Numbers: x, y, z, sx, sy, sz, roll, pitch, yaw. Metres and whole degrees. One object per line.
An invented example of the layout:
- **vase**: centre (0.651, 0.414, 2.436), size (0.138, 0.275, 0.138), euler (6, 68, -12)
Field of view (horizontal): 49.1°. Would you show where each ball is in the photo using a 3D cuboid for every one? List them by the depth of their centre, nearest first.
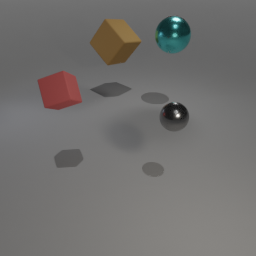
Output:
- **ball**: centre (1.094, -0.264, 6.626), size (0.700, 0.700, 0.700), euler (0, 29, 0)
- **ball**: centre (1.755, -3.632, 10.960), size (1.400, 1.400, 1.400), euler (0, 29, 0)

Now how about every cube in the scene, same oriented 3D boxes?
- **cube**: centre (-1.617, -0.879, 6.720), size (0.700, 0.700, 0.700), euler (-16, -4, 12)
- **cube**: centre (-0.556, -3.847, 12.546), size (1.400, 1.400, 1.400), euler (52, 38, 9)
